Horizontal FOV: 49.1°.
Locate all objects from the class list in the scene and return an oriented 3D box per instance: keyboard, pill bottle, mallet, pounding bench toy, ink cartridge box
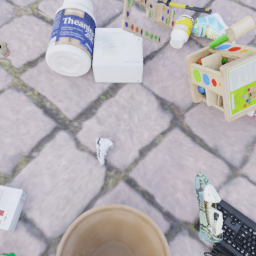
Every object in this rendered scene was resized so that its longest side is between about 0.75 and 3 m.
[{"bbox_3d":[3.169,3.154,7.074,2.971,0.589,1.546,35,69,16],"label":"keyboard"},{"bbox_3d":[1.942,-3.495,10.237,0.646,0.646,1.161,21,68,10],"label":"pill bottle"},{"bbox_3d":[2.185,-4.753,10.808,2.158,0.444,0.711,15,61,16],"label":"mallet"},{"bbox_3d":[2.816,-1.936,8.140,1.626,2.618,2.042,-25,32,-11],"label":"pounding bench toy"},{"bbox_3d":[-3.414,2.154,7.612,0.938,0.448,1.068,11,65,5],"label":"ink cartridge box"},{"bbox_3d":[-1.867,-3.237,9.633,1.464,1.464,2.638,3,65,1],"label":"pill bottle"}]

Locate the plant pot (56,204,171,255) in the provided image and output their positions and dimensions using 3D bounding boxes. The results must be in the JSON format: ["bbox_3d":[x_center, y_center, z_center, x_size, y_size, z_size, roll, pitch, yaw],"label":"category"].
[{"bbox_3d":[-0.348,3.208,6.643,2.570,1.186,2.570,2,61,-4],"label":"plant pot"}]

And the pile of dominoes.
[{"bbox_3d":[0.704,-3.415,7.818,0.370,2.322,1.810,12,100,32],"label":"pile of dominoes"}]

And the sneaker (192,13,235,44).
[{"bbox_3d":[3.023,-3.396,10.168,1.170,0.713,1.792,-13,56,-9],"label":"sneaker"}]

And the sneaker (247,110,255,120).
[{"bbox_3d":[4.437,-1.156,9.071,0.792,0.855,2.121,36,76,-1],"label":"sneaker"}]

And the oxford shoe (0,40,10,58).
[{"bbox_3d":[-3.591,-2.310,7.867,0.306,0.325,0.869,-51,54,6],"label":"oxford shoe"}]

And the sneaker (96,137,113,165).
[{"bbox_3d":[-0.679,0.661,8.399,0.500,0.327,0.869,-10,61,-2],"label":"sneaker"}]

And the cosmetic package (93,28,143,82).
[{"bbox_3d":[-0.315,-2.472,9.548,1.615,0.996,1.620,0,66,0],"label":"cosmetic package"}]

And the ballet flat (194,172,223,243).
[{"bbox_3d":[1.390,1.318,4.684,0.430,0.430,1.159,-6,84,-3],"label":"ballet flat"}]

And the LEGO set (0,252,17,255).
[{"bbox_3d":[-3.287,3.539,6.990,1.051,0.609,0.808,0,35,-4],"label":"LEGO set"}]
